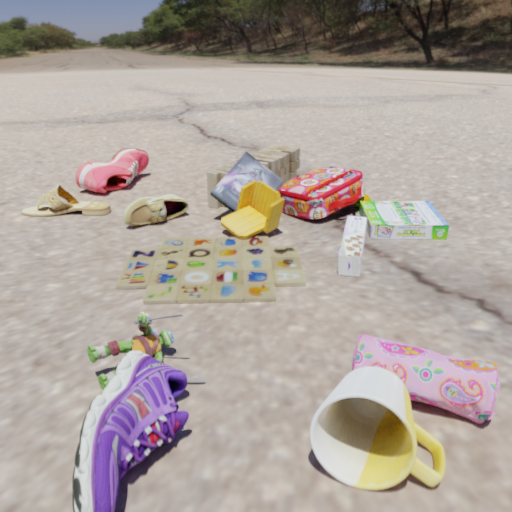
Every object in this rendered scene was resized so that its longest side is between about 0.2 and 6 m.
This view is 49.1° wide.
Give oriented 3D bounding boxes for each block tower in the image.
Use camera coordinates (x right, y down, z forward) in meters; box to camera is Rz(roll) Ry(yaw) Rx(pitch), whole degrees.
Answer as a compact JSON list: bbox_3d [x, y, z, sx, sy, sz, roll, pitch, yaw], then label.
[{"bbox_3d":[0.038,-2.100,14.636,0.979,0.915,3.387,12,27,29],"label":"block tower"}]

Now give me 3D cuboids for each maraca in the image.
[{"bbox_3d":[2.536,-1.324,13.543,0.471,0.368,0.687,1,22,15],"label":"maraca"}]

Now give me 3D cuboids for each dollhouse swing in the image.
[{"bbox_3d":[-0.144,-0.981,11.759,0.906,0.936,1.030,-13,37,-37],"label":"dollhouse swing"}]

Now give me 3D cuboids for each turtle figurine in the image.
[{"bbox_3d":[-1.462,1.213,7.158,1.160,0.861,1.196,-21,28,-31],"label":"turtle figurine"}]

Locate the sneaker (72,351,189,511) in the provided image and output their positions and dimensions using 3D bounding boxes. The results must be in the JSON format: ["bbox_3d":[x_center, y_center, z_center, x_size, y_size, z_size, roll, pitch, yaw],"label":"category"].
[{"bbox_3d":[-1.239,1.787,5.879,0.947,0.916,2.271,13,27,2],"label":"sneaker"}]

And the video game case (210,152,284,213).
[{"bbox_3d":[-0.182,-1.572,12.879,1.156,0.154,1.619,38,55,-4],"label":"video game case"}]

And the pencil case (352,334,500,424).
[{"bbox_3d":[1.993,1.468,6.769,1.743,0.762,0.762,9,25,22],"label":"pencil case"}]

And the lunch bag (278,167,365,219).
[{"bbox_3d":[1.623,-1.463,13.130,1.855,0.760,1.634,-29,32,-32],"label":"lunch bag"}]

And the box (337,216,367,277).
[{"bbox_3d":[1.900,-0.228,10.967,0.416,0.446,2.152,5,25,12],"label":"box"}]

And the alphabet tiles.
[{"bbox_3d":[-0.798,0.196,10.414,3.296,0.104,2.743,-1,23,-2],"label":"alphabet tiles"}]

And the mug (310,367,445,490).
[{"bbox_3d":[1.255,1.816,5.951,1.044,1.303,1.070,-26,4,23],"label":"mug"}]

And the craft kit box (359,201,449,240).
[{"bbox_3d":[3.213,-0.814,12.408,1.623,0.399,1.644,3,24,1],"label":"craft kit box"}]

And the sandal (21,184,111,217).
[{"bbox_3d":[-4.500,-1.357,13.216,2.097,0.690,0.769,1,24,2],"label":"sandal"}]

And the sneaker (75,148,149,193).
[{"bbox_3d":[-3.663,-2.194,15.236,1.049,0.891,2.418,28,38,25],"label":"sneaker"}]

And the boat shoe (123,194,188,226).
[{"bbox_3d":[-2.222,-1.037,12.595,0.539,0.601,1.624,16,31,39],"label":"boat shoe"}]
